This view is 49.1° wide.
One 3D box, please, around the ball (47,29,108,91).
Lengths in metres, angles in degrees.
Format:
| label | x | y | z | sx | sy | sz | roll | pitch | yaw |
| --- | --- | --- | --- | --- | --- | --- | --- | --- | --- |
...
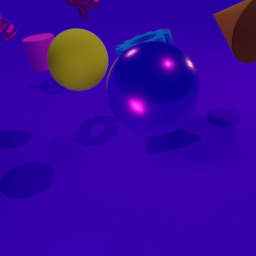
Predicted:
| label | x | y | z | sx | sy | sz | roll | pitch | yaw |
| --- | --- | --- | --- | --- | --- | --- | --- | --- | --- |
| ball | -0.967 | -1.311 | 5.434 | 1.163 | 1.163 | 1.163 | 0 | 40 | 0 |

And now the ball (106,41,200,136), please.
| label | x | y | z | sx | sy | sz | roll | pitch | yaw |
| --- | --- | --- | --- | --- | --- | --- | --- | --- | --- |
| ball | 0.266 | -0.417 | 3.028 | 1.003 | 1.003 | 1.003 | 0 | 40 | 0 |

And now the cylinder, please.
| label | x | y | z | sx | sy | sz | roll | pitch | yaw |
| --- | --- | --- | --- | --- | --- | --- | --- | --- | --- |
| cylinder | -2.114 | -1.852 | 6.885 | 0.755 | 0.755 | 0.755 | -6 | 30 | 3 |

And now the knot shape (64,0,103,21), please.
| label | x | y | z | sx | sy | sz | roll | pitch | yaw |
| --- | --- | --- | --- | --- | --- | --- | --- | --- | --- |
| knot shape | -1.385 | -4.036 | 8.910 | 1.204 | 1.287 | 0.595 | 17 | 66 | 29 |

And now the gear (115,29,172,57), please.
| label | x | y | z | sx | sy | sz | roll | pitch | yaw |
| --- | --- | --- | --- | --- | --- | --- | --- | --- | --- |
| gear | 0.401 | -2.146 | 7.172 | 1.435 | 0.265 | 1.435 | -17 | 26 | 8 |

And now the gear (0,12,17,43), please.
| label | x | y | z | sx | sy | sz | roll | pitch | yaw |
| --- | --- | --- | --- | --- | --- | --- | --- | --- | --- |
| gear | -3.438 | -2.646 | 6.292 | 1.826 | 1.826 | 0.338 | 29 | 83 | 30 |

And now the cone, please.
| label | x | y | z | sx | sy | sz | roll | pitch | yaw |
| --- | --- | --- | --- | --- | --- | --- | --- | --- | --- |
| cone | 2.631 | -2.618 | 6.896 | 1.581 | 1.581 | 1.587 | -17 | 38 | -20 |
